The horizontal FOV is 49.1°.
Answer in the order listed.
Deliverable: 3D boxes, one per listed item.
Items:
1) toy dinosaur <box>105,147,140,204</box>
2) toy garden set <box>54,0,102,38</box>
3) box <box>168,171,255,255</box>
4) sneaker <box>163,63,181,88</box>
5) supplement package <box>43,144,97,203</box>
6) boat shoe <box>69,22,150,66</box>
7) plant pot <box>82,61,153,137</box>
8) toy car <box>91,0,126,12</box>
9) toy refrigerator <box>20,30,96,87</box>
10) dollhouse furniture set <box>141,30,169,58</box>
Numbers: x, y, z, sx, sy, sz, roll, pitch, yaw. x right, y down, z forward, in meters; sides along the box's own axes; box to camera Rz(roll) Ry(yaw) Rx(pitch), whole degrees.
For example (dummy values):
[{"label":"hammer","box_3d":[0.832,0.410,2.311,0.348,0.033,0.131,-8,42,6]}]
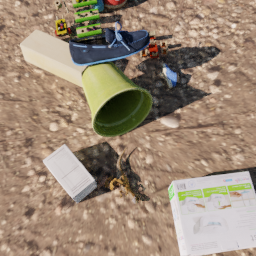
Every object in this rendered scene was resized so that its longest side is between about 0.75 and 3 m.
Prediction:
[{"label":"toy dinosaur","box_3d":[-0.239,1.659,9.170,1.002,0.570,1.887,-10,68,-32]},{"label":"toy garden set","box_3d":[-2.236,-4.977,11.686,1.951,0.467,2.340,-10,89,4]},{"label":"box","box_3d":[2.593,2.546,8.311,2.371,1.146,2.092,-7,65,-3]},{"label":"sneaker","box_3d":[1.723,-2.089,10.871,0.571,0.394,1.027,-16,70,-1]},{"label":"supplement package","box_3d":[-1.828,1.473,8.967,0.899,0.865,1.580,-38,71,-16]},{"label":"boat shoe","box_3d":[-0.596,-2.772,9.162,2.718,0.933,1.144,-19,42,-5]},{"label":"plant pot","box_3d":[-0.597,-1.155,9.632,2.193,2.193,2.016,-25,58,-11]},{"label":"toy car","box_3d":[-0.864,-6.602,11.890,2.171,2.355,2.083,-27,68,-11]},{"label":"toy refrigerator","box_3d":[-2.656,-2.684,10.875,2.752,0.963,1.045,26,61,11]},{"label":"dollhouse furniture set","box_3d":[1.014,-3.388,11.498,1.106,0.570,1.094,-6,77,-3]}]
